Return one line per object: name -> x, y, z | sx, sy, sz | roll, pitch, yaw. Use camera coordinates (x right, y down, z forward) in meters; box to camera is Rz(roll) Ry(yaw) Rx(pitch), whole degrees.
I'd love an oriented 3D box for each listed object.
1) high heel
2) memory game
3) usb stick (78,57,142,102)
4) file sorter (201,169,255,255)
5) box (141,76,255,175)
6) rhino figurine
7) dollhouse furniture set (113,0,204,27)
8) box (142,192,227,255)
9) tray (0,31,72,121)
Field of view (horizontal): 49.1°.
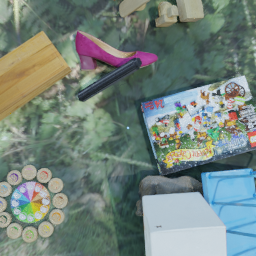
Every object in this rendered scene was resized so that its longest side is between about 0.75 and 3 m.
high heel -> -0.318, -2.128, 7.527 | 2.201, 0.742, 1.058 | -4, 116, 2
memory game -> -2.575, 1.972, 7.372 | 2.000, 0.127, 2.000 | 0, 81, 0
usb stick -> -0.504, -1.231, 7.232 | 1.942, 0.538, 0.317 | -27, 104, 25
file sorter -> 2.972, 2.209, 6.281 | 1.774, 1.568, 2.557 | 1, 79, -33
box -> 1.975, -0.071, 7.481 | 2.880, 0.543, 1.967 | -15, 81, -2
rhino figurine -> 1.329, 1.723, 7.142 | 2.273, 0.680, 0.994 | 2, 85, -2
dollhouse furniture set -> 0.786, -3.803, 8.094 | 1.942, 1.582, 1.847 | -14, 96, -29
box -> 1.138, 3.105, 5.995 | 1.420, 1.812, 2.913 | -4, 97, -1
tray -> -3.040, -1.385, 7.727 | 2.642, 0.489, 1.303 | -36, 83, -4
